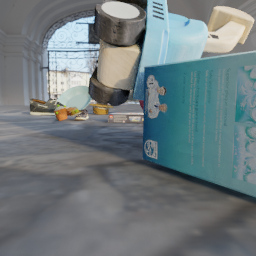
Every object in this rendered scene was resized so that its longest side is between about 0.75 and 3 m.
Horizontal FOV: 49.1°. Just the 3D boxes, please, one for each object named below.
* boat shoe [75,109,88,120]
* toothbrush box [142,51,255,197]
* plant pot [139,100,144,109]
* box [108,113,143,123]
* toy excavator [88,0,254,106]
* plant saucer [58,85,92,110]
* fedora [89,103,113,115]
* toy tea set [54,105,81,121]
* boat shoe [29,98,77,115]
[{"bbox_3d":[-1.915,-0.557,11.604,0.482,0.435,1.341,1,6,4],"label":"boat shoe"},{"bbox_3d":[1.820,-0.095,2.835,2.135,1.244,2.916,-4,7,-33],"label":"toothbrush box"},{"bbox_3d":[2.074,-1.506,12.816,2.452,2.452,2.195,-5,23,-43],"label":"plant pot"},{"bbox_3d":[0.302,-0.374,10.344,1.859,0.323,1.023,2,6,15],"label":"box"},{"bbox_3d":[0.912,-1.453,4.783,2.804,1.401,2.727,11,43,-4],"label":"toy excavator"},{"bbox_3d":[-3.060,-1.540,16.373,2.330,2.330,0.449,2,-36,23],"label":"plant saucer"},{"bbox_3d":[-1.549,-1.065,16.010,1.425,0.581,1.425,7,7,-1],"label":"fedora"},{"bbox_3d":[-2.570,-0.735,11.427,0.987,0.614,1.660,-22,12,-19],"label":"toy tea set"},{"bbox_3d":[-4.084,-1.152,15.251,2.786,0.942,1.001,4,7,13],"label":"boat shoe"}]
